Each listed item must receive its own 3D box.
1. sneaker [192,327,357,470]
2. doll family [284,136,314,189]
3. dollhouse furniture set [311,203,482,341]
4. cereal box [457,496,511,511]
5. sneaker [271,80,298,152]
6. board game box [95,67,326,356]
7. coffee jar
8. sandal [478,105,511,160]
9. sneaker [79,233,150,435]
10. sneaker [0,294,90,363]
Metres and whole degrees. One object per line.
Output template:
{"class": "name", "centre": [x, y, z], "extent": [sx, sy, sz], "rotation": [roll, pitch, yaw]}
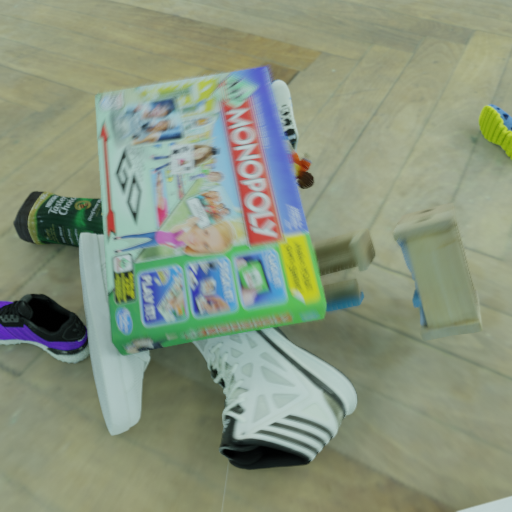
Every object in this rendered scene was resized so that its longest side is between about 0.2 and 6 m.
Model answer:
{"class": "sneaker", "centre": [-0.262, 1.713, 7.635], "extent": [2.964, 1.118, 1.705], "rotation": [29, 46, 22]}
{"class": "doll family", "centre": [0.102, -1.126, 9.693], "extent": [0.891, 1.977, 1.227], "rotation": [-1, 55, -56]}
{"class": "dollhouse furniture set", "centre": [2.043, 0.333, 8.623], "extent": [2.322, 1.636, 1.627], "rotation": [-14, 7, 22]}
{"class": "cereal box", "centre": [2.489, 4.133, 5.345], "extent": [2.396, 0.658, 3.330], "rotation": [-11, 35, -10]}
{"class": "sneaker", "centre": [0.569, -2.628, 11.193], "extent": [0.628, 1.749, 0.634], "rotation": [-25, 35, -25]}
{"class": "board game box", "centre": [-0.800, -0.835, 8.096], "extent": [2.756, 0.596, 4.096], "rotation": [-11, 64, -2]}
{"class": "coffee jar", "centre": [-3.315, -0.625, 10.109], "extent": [1.886, 0.805, 0.984], "rotation": [6, 47, 6]}
{"class": "sandal", "centre": [5.528, -2.689, 12.194], "extent": [0.732, 0.668, 1.681], "rotation": [-16, 57, -19]}
{"class": "sneaker", "centre": [-1.587, 0.968, 8.387], "extent": [1.809, 1.153, 3.131], "rotation": [-2, 60, -23]}
{"class": "sneaker", "centre": [-3.498, 0.906, 8.544], "extent": [2.036, 1.013, 0.708], "rotation": [12, 48, 10]}
